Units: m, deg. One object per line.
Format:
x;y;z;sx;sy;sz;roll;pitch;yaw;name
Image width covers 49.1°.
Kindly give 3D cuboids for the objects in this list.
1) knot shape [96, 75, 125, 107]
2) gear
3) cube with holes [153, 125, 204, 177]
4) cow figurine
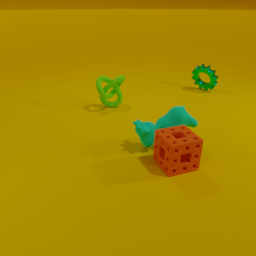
-0.563;-1.201;9.325;1.187;1.111;0.548;-22;37;-32;knot shape
3.014;-1.980;11.009;1.065;1.065;0.197;21;51;38;gear
1.072;0.478;6.141;0.754;0.754;0.754;-10;29;-19;cube with holes
0.872;-0.067;6.842;1.320;1.341;0.736;32;12;-26;cow figurine
